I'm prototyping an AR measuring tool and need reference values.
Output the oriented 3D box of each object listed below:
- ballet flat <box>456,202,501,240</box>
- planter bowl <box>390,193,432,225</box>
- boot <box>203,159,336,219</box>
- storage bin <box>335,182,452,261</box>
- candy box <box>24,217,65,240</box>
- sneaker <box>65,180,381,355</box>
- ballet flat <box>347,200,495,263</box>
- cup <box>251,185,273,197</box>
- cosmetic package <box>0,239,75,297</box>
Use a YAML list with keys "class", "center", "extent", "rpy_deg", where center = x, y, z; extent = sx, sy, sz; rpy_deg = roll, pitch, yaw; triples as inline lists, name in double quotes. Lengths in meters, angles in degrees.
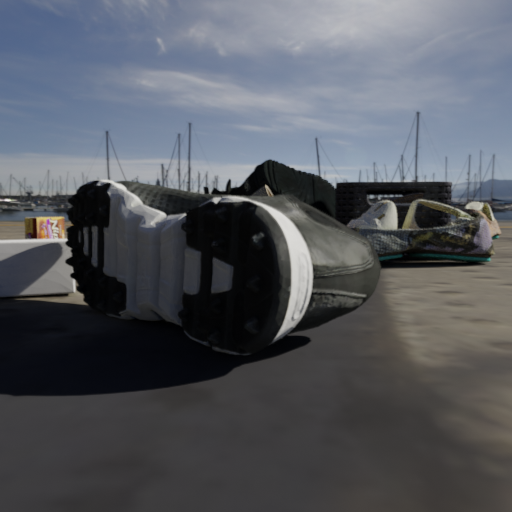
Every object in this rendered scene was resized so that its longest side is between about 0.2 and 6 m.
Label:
- class: "ballet flat"
  center: [5.290, -0.791, 13.368]
  extent: [1.000, 0.988, 2.938]
  rpy_deg: [-2, 3, 24]
- class: "planter bowl"
  center: [2.818, -0.590, 10.448]
  extent: [1.089, 0.733, 1.089]
  rpy_deg: [-24, 21, 10]
- class: "boot"
  center: [0.236, -0.909, 11.883]
  extent: [2.873, 1.063, 2.354]
  rpy_deg: [17, -32, -41]
- class: "storage bin"
  center: [2.368, -0.656, 10.181]
  extent: [1.853, 1.285, 2.740]
  rpy_deg: [0, 4, 8]
- class: "candy box"
  center: [-4.619, -0.525, 12.289]
  extent: [0.318, 0.656, 1.125]
  rpy_deg: [1, 5, 9]
- class: "sneaker"
  center: [-0.384, -0.002, 4.199]
  extent: [1.402, 1.030, 3.099]
  rpy_deg: [0, 7, -39]
- class: "ballet flat"
  center: [2.130, -0.343, 8.213]
  extent: [2.820, 1.014, 1.014]
  rpy_deg: [-1, 5, -12]
- class: "cup"
  center: [0.027, -0.304, 7.955]
  extent: [0.827, 1.157, 1.157]
  rpy_deg: [-25, 1, 8]
- class: "cosmetic package"
  center: [-2.371, 0.115, 5.275]
  extent: [1.245, 0.528, 0.670]
  rpy_deg: [-4, 4, -23]
